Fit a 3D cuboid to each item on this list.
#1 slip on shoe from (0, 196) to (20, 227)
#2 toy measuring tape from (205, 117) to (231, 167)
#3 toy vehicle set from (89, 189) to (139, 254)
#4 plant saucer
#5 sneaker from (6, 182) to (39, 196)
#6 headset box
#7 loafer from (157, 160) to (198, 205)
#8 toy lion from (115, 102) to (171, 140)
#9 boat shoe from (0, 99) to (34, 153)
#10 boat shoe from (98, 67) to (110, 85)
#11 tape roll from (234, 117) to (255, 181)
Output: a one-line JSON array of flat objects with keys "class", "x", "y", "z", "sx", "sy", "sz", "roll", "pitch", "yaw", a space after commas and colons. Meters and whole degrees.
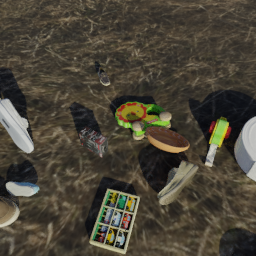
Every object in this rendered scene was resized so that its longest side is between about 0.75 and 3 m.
[{"class": "slip on shoe", "x": -4.697, "y": 2.346, "z": 8.773, "sx": 2.579, "sy": 0.781, "sz": 0.981, "roll": 16, "pitch": 53, "yaw": 13}, {"class": "toy measuring tape", "x": 3.315, "y": 0.361, "z": 10.392, "sx": 0.831, "sy": 0.831, "sz": 2.259, "roll": 20, "pitch": 54, "yaw": 15}, {"class": "toy vehicle set", "x": -0.381, "y": 2.846, "z": 8.723, "sx": 1.103, "sy": 0.235, "sz": 1.775, "roll": 12, "pitch": 52, "yaw": 9}, {"class": "plant saucer", "x": 1.394, "y": 0.435, "z": 10.204, "sx": 1.667, "sy": 0.312, "sz": 1.667, "roll": 15, "pitch": 21, "yaw": -6}, {"class": "sneaker", "x": -3.507, "y": 2.019, "z": 9.359, "sx": 1.197, "sy": 0.443, "sz": 0.491, "roll": 8, "pitch": 6, "yaw": 22}, {"class": "headset box", "x": -1.199, "y": 0.532, "z": 10.225, "sx": 1.097, "sy": 0.816, "sz": 0.424, "roll": 28, "pitch": 56, "yaw": 20}, {"class": "loafer", "x": 1.563, "y": 1.773, "z": 9.323, "sx": 0.672, "sy": 0.745, "sz": 1.969, "roll": 35, "pitch": 50, "yaw": 26}, {"class": "toy lion", "x": 0.520, "y": -0.481, "z": 11.258, "sx": 1.901, "sy": 0.653, "sz": 1.822, "roll": -19, "pitch": 46, "yaw": -15}, {"class": "boat shoe", "x": -4.052, "y": -0.127, "z": 10.313, "sx": 0.718, "sy": 0.808, "sz": 2.196, "roll": -40, "pitch": 101, "yaw": -43}, {"class": "boat shoe", "x": -1.132, "y": -2.398, "z": 12.885, "sx": 0.398, "sy": 0.358, "sz": 1.105, "roll": -16, "pitch": 53, "yaw": -13}, {"class": "tape roll", "x": 5.242, "y": 0.787, "z": 9.943, "sx": 2.676, "sy": 0.936, "sz": 2.676, "roll": 0, "pitch": 52, "yaw": 0}]
